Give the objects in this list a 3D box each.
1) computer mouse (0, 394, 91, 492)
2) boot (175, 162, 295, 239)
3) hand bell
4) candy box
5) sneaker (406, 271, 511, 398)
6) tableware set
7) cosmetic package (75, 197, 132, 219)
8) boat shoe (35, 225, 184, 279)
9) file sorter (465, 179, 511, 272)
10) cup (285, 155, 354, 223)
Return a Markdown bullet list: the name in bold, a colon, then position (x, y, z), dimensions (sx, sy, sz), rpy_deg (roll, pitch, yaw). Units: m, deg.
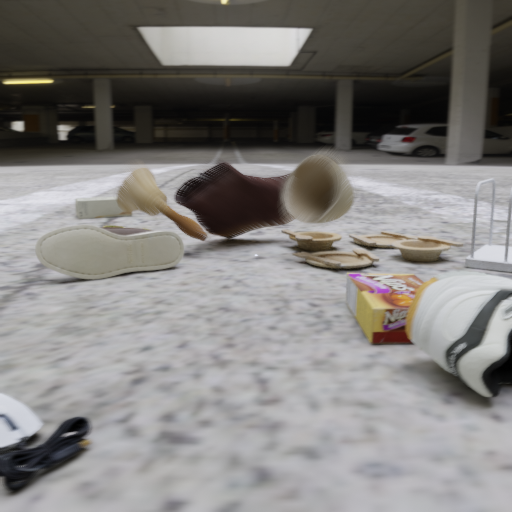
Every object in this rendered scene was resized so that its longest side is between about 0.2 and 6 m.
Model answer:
- **computer mouse**: position (-1.816, 1.186, 3.944), dimensions (1.332, 0.292, 0.731), rpy_deg (7, 15, 31)
- **boot**: position (-0.063, -1.246, 10.964), dimensions (2.579, 0.933, 2.146), rpy_deg (-28, -25, 11)
- **hand bell**: position (-1.614, -0.790, 10.301), dimensions (1.780, 0.927, 0.927), rpy_deg (35, 26, 22)
- **candy box**: position (1.623, 0.575, 6.542), dimensions (0.900, 0.436, 1.543), rpy_deg (0, 13, -1)
- **sneaker**: position (2.796, 0.718, 5.081), dimensions (2.754, 1.042, 1.207), rpy_deg (-8, 27, -15)
- **tableware set**: position (2.028, -0.219, 10.527), dimensions (3.134, 0.364, 2.618), rpy_deg (-4, 12, -18)
- **cosmetic package**: position (-4.249, -1.353, 15.579), dimensions (1.456, 0.518, 0.766), rpy_deg (-5, 13, -21)
- **boat shoe**: position (-2.343, -0.099, 8.935), dimensions (2.329, 0.837, 0.693), rpy_deg (-3, 6, -33)
- **file sorter**: position (4.870, -0.486, 9.241), dimensions (2.290, 1.426, 1.589), rpy_deg (8, 15, 33)
- **cup**: position (1.204, -1.058, 9.618), dimensions (1.160, 1.160, 0.830), rpy_deg (12, -1, 44)
